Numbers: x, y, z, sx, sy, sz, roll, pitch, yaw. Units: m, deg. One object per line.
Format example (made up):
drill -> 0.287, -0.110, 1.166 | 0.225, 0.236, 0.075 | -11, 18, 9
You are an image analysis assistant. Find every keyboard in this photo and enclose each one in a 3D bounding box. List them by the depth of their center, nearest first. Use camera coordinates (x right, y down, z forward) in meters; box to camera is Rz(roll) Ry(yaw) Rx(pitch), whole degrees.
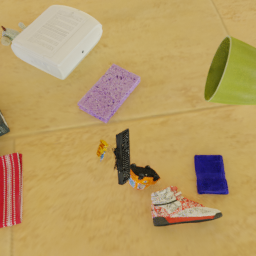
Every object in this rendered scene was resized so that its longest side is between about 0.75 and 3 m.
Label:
keyboard -> -0.061, 0.729, 6.436 | 0.265, 1.339, 0.697 | 10, 25, 31

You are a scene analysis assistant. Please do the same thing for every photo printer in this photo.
photo printer -> -2.365, -3.182, 9.875 | 2.234, 0.933, 2.686 | 27, 64, 14

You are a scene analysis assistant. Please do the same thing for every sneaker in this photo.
sneaker -> 1.481, 1.960, 7.257 | 1.789, 0.597, 0.959 | -6, 64, 0

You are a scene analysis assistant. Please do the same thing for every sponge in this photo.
sponge -> -0.592, -1.168, 9.141 | 1.114, 0.298, 1.997 | 30, 65, 15

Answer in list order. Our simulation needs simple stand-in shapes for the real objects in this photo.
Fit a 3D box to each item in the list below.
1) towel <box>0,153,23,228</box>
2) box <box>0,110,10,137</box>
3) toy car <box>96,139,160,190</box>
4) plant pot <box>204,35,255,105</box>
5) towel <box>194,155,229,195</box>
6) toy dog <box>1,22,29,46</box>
towel -> -4.319, 1.783, 7.522 | 2.867, 0.322, 2.073 | -9, 62, -5
box -> -5.020, -0.478, 8.576 | 1.920, 0.621, 2.435 | -29, 66, -15
toy car -> -0.046, 1.083, 7.935 | 1.935, 0.949, 0.644 | 36, 111, 35
plant pot -> 3.033, -1.228, 6.929 | 1.770, 1.656, 1.656 | 15, 62, 1
towel -> 2.318, 1.274, 7.811 | 0.854, 0.287, 1.157 | 1, 61, -1
toy dog -> -4.047, -3.512, 10.223 | 1.348, 0.649, 0.889 | -24, 64, -13
